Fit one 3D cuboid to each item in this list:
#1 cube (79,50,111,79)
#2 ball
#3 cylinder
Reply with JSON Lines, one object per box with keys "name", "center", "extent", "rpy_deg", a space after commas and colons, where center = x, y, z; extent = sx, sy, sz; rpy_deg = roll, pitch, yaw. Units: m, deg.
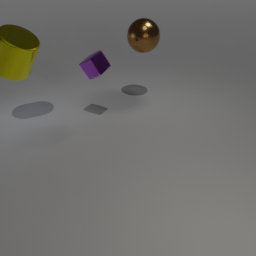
{"name": "cube", "center": [-1.217, -2.332, 10.364], "extent": [0.700, 0.700, 0.700], "rpy_deg": [-7, 37, 47]}
{"name": "ball", "center": [0.654, -3.890, 11.810], "extent": [1.400, 1.400, 1.400], "rpy_deg": [0, 29, 0]}
{"name": "cylinder", "center": [-3.979, -2.630, 9.839], "extent": [1.400, 1.400, 1.400], "rpy_deg": [22, 40, -19]}
